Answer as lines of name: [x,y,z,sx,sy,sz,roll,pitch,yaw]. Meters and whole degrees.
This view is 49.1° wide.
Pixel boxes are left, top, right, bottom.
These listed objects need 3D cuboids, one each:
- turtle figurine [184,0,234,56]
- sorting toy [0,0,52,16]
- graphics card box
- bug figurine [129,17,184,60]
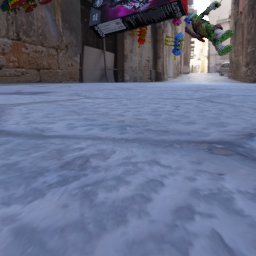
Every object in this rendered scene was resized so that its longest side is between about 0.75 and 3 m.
turtle figurine: [2.823,-3.205,8.752,1.791,1.289,1.737,-4,50,-25]
sorting toy: [-2.458,-2.940,6.448,1.018,0.357,2.112,-10,18,47]
graphics card box: [0.267,-3.682,7.888,2.743,1.721,0.698,-6,-21,26]
bug figurine: [1.039,-3.108,8.611,2.123,1.646,0.546,31,31,34]
